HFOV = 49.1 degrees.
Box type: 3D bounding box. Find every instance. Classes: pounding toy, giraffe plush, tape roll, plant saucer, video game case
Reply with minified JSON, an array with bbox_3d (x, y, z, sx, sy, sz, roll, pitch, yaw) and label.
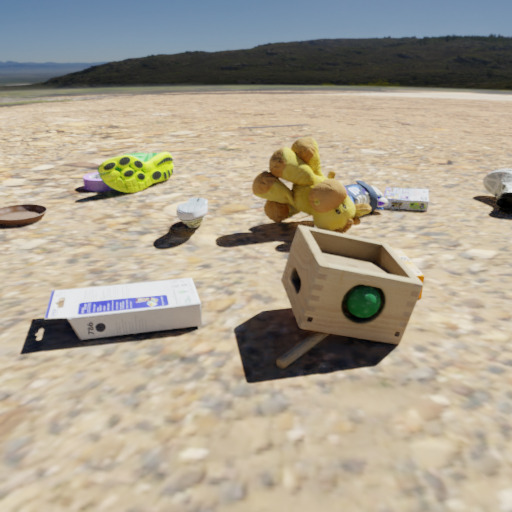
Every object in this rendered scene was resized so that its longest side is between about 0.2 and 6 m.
[{"bbox_3d":[1.151,0.614,7.921,1.761,1.360,1.913,11,22,-12],"label":"pounding toy"},{"bbox_3d":[1.303,-1.179,11.959,2.261,1.951,1.833,34,8,-43],"label":"giraffe plush"},{"bbox_3d":[-4.318,-2.081,15.706,1.009,0.331,1.009,1,21,0],"label":"tape roll"},{"bbox_3d":[-5.477,-0.930,12.944,1.256,0.216,1.256,-1,22,0],"label":"plant saucer"},{"bbox_3d":[3.789,-1.446,14.163,1.077,0.270,1.188,6,22,15],"label":"video game case"}]

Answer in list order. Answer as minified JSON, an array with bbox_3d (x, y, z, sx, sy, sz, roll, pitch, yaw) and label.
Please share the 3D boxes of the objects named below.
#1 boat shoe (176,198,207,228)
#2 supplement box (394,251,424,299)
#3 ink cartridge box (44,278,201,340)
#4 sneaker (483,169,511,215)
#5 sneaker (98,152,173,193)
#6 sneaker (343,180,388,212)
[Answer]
[{"bbox_3d":[-1.329,-0.887,12.155,0.629,0.542,1.747,3,14,4],"label":"boat shoe"},{"bbox_3d":[2.284,0.303,9.497,0.736,0.430,1.168,-1,21,-5],"label":"supplement box"},{"bbox_3d":[-1.946,0.773,8.319,2.160,0.423,1.074,-4,20,-12],"label":"ink cartridge box"},{"bbox_3d":[6.205,-1.621,13.839,1.267,0.831,2.203,-8,25,-24],"label":"sneaker"},{"bbox_3d":[-3.454,-2.349,15.708,1.169,1.036,2.798,2,13,28],"label":"sneaker"},{"bbox_3d":[2.526,-1.285,13.175,1.229,0.676,1.678,2,22,2],"label":"sneaker"}]
